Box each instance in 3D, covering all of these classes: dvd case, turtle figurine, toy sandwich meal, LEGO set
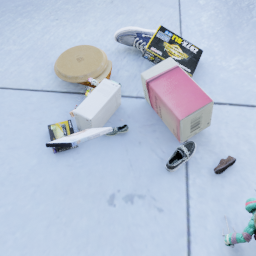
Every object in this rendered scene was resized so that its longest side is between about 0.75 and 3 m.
[{"bbox_3d":[-1.520,0.284,8.860,1.273,0.157,1.784,-3,13,41],"label":"dvd case"},{"bbox_3d":[4.110,3.276,8.576,2.221,1.493,2.966,-11,60,-8],"label":"turtle figurine"},{"bbox_3d":[-2.109,-2.905,13.476,2.875,0.984,2.875,-3,53,4],"label":"toy sandwich meal"},{"bbox_3d":[-1.941,-1.252,12.352,0.732,0.904,1.966,25,79,37],"label":"LEGO set"}]

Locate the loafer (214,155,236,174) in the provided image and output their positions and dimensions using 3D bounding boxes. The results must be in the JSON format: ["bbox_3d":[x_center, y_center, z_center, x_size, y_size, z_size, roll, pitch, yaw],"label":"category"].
[{"bbox_3d":[3.606,1.388,10.611,1.080,0.394,0.383,-25,47,-24],"label":"loafer"}]

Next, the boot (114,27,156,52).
[{"bbox_3d":[0.709,-4.422,14.450,2.780,1.011,1.256,-3,57,-8],"label":"boot"}]

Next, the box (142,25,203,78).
[{"bbox_3d":[2.225,-3.655,13.691,2.582,0.637,2.062,30,55,-2],"label":"box"}]

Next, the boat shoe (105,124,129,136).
[{"bbox_3d":[-0.467,0.058,11.596,1.016,0.314,0.370,-12,54,-9],"label":"boat shoe"}]

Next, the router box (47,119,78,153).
[{"bbox_3d":[-2.654,0.325,11.380,1.001,0.333,1.273,-16,55,-11],"label":"router box"}]

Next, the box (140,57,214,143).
[{"bbox_3d":[1.944,-1.141,11.424,1.555,1.824,2.853,-30,57,-7],"label":"box"}]

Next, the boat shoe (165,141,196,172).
[{"bbox_3d":[2.058,0.970,10.752,1.686,0.576,0.622,-34,60,-23],"label":"boat shoe"}]

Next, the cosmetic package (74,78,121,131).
[{"bbox_3d":[-1.208,-0.849,11.708,0.900,1.252,2.218,27,56,19],"label":"cosmetic package"}]

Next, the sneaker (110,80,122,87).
[{"bbox_3d":[-0.783,-1.724,12.816,0.722,0.451,1.225,21,53,22],"label":"sneaker"}]
